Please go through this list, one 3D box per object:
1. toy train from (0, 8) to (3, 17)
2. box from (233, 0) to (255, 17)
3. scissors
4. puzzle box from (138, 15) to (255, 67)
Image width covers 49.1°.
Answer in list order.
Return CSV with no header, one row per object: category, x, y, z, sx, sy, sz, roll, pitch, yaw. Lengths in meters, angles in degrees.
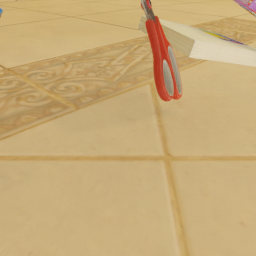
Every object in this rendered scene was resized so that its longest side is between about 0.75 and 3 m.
toy train,-3.055,-2.797,5.496,1.267,2.218,0.961,31,30,-15
box,2.936,-2.564,6.074,1.237,0.354,1.808,28,29,-13
scissors,0.246,-1.216,3.037,0.140,2.006,0.734,-10,16,29
puzzle box,1.761,-1.895,6.242,2.654,0.337,1.766,-3,33,-35
